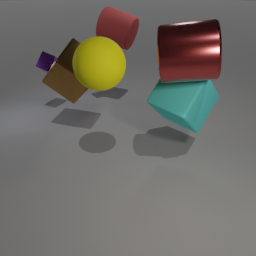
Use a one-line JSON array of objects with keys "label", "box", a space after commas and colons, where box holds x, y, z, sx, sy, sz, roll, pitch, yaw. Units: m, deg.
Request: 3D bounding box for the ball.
[{"label": "ball", "box": [-0.758, -1.690, 7.423, 1.400, 1.400, 1.400, 0, 28, 0]}]

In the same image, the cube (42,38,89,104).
[{"label": "cube", "box": [-1.976, -2.030, 10.124, 1.400, 1.400, 1.400, 36, 51, -18]}]

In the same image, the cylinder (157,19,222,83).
[{"label": "cylinder", "box": [1.479, -1.848, 6.855, 1.400, 1.400, 1.400, -2, 27, 11]}]

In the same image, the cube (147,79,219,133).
[{"label": "cube", "box": [1.714, -0.904, 8.648, 1.400, 1.400, 1.400, 29, -3, 36]}]

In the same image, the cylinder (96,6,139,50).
[{"label": "cylinder", "box": [-0.435, -4.220, 11.858, 1.400, 1.400, 1.400, 24, 33, 9]}]

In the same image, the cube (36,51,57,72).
[{"label": "cube", "box": [-3.318, -2.705, 11.839, 0.700, 0.700, 0.700, 25, 0, 14]}]
